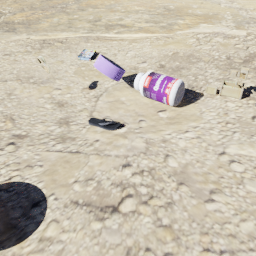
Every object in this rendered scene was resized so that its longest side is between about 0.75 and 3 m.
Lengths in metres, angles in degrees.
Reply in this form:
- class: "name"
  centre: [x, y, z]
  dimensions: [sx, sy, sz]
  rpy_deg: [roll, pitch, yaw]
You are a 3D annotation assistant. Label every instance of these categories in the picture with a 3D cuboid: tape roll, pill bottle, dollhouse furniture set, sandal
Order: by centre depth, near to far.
- class: "sandal"
  centre: [-0.921, -0.199, 10.798]
  dimensions: [1.341, 0.287, 0.510]
  rpy_deg: [10, 38, 13]
- class: "pill bottle"
  centre: [1.334, -1.751, 12.118]
  dimensions: [2.063, 1.160, 1.160]
  rpy_deg: [22, 42, 27]
- class: "dollhouse furniture set"
  centre: [4.437, -2.198, 12.531]
  dimensions: [1.564, 1.383, 0.870]
  rpy_deg: [16, 39, 18]
- class: "tape roll"
  centre: [-0.824, -2.713, 12.682]
  dimensions: [1.377, 0.585, 1.377]
  rpy_deg: [31, 15, -10]

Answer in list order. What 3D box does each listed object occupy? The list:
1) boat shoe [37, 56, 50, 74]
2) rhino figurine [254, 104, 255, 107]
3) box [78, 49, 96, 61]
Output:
- class: "boat shoe"
  centre: [-3.509, -2.605, 11.620]
  dimensions: [0.278, 0.309, 0.856]
  rpy_deg: [-23, 78, -37]
- class: "rhino figurine"
  centre: [5.973, -1.209, 11.930]
  dimensions: [0.804, 0.550, 1.839]
  rpy_deg: [29, 48, 32]
- class: "box"
  centre: [-2.357, -4.238, 16.193]
  dimensions: [0.762, 0.210, 1.115]
  rpy_deg: [7, 38, 9]
